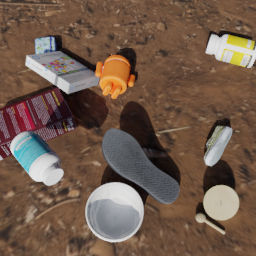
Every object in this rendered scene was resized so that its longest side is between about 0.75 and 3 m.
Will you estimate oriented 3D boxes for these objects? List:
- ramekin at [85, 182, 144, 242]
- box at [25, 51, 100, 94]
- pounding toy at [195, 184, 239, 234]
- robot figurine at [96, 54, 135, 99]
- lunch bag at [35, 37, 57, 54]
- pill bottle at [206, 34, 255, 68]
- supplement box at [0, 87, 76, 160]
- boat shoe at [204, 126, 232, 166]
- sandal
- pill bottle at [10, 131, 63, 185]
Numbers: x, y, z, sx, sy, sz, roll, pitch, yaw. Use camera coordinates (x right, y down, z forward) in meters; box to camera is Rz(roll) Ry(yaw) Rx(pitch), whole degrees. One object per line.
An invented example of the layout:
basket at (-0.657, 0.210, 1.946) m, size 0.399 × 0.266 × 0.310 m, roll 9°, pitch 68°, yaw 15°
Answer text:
ramekin at (-0.376, 2.502, 8.179) m, size 1.650 × 0.866 × 1.650 m, roll 0°, pitch 58°, yaw 0°
box at (-2.509, -2.238, 10.924) m, size 2.286 × 0.471 × 1.782 m, roll 33°, pitch 33°, yaw 20°
pounding toy at (2.699, 2.343, 8.539) m, size 1.046 × 0.629 × 1.356 m, roll 25°, pitch 90°, yaw 3°
robot figurine at (-0.471, -2.056, 10.911) m, size 1.354 × 1.098 × 1.883 m, roll -1°, pitch 57°, yaw 18°
lunch bag at (-3.539, -3.448, 12.148) m, size 0.911 × 0.467 × 1.133 m, roll -6°, pitch 59°, yaw -7°
pill bottle at (4.310, -3.265, 11.653) m, size 1.941 × 1.080 × 1.080 m, roll 19°, pitch 60°, yaw 11°
supplement box at (-3.448, -0.196, 9.845) m, size 2.841 × 0.865 × 1.546 m, roll -23°, pitch 59°, yaw -14°
boat shoe at (3.003, 0.589, 9.622) m, size 0.538 × 0.625 × 1.735 m, roll 18°, pitch 52°, yaw 37°
sandal at (0.272, 1.282, 8.725) m, size 2.983 × 0.639 × 1.134 m, roll 45°, pitch 68°, yaw -3°
pill bottle at (-2.360, 0.810, 7.384) m, size 0.861 × 0.861 × 1.555 m, roll -38°, pitch 57°, yaw -21°
